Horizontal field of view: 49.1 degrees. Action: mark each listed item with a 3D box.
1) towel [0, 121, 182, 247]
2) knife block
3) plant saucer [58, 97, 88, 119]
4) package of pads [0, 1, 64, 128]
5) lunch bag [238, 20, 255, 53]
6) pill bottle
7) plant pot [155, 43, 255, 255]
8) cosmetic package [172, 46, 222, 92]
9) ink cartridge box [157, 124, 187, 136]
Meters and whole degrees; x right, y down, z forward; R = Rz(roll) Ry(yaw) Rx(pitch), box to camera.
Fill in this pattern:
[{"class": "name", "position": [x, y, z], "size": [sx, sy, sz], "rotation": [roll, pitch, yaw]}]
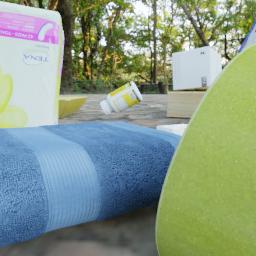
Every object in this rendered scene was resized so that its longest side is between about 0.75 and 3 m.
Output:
[{"class": "towel", "position": [-0.801, 0.371, 2.125], "size": [2.631, 0.638, 1.469], "rotation": [-4, 9, -32]}, {"class": "knife block", "position": [2.919, -0.728, 8.928], "size": [2.724, 0.872, 2.391], "rotation": [-2, 7, -23]}, {"class": "plant saucer", "position": [-3.072, -0.756, 9.956], "size": [2.798, 0.678, 2.798], "rotation": [1, 8, 4]}, {"class": "package of pads", "position": [-2.078, -0.943, 4.900], "size": [1.800, 2.330, 0.795], "rotation": [5, 6, -15]}, {"class": "lunch bag", "position": [3.309, -1.124, 5.072], "size": [1.705, 2.754, 2.341], "rotation": [-2, 9, -17]}, {"class": "pill bottle", "position": [-0.204, -0.805, 8.008], "size": [1.122, 0.629, 0.629], "rotation": [-28, 5, 8]}, {"class": "plant pot", "position": [0.942, 0.380, 1.020], "size": [1.239, 1.159, 1.159], "rotation": [27, 23, 38]}, {"class": "cosmetic package", "position": [2.439, -1.946, 9.781], "size": [1.302, 1.300, 1.578], "rotation": [-2, 0, 32]}, {"class": "ink cartridge box", "position": [0.870, 0.106, 5.209], "size": [0.845, 0.284, 0.495], "rotation": [-5, 9, -31]}]
